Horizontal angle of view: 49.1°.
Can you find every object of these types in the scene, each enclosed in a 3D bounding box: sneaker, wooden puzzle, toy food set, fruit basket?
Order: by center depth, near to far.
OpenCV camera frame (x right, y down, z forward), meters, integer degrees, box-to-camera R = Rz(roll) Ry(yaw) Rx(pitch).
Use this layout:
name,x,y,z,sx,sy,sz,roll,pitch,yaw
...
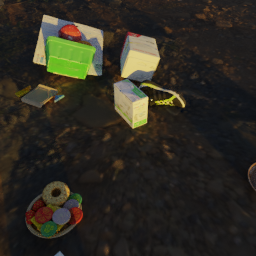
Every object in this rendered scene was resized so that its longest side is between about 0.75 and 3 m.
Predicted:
name,x,y,z,sx,sy,sz,roll,pitch,yaw
toy food set,-1.802,2.033,6.893,1.387,0.341,1.401,29,49,28
sneaker,1.153,-1.056,10.281,1.966,0.705,0.814,27,77,26
wooden puzzle,-3.355,-1.216,10.654,1.697,0.198,1.145,25,52,25
fruit basket,-2.392,-3.437,11.775,2.692,1.362,2.906,9,50,-17

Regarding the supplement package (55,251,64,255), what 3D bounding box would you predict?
name,x,y,z,sx,sy,sz,roll,pitch,yaw
supplement package,-1.274,3.278,5.053,1.275,0.937,1.219,33,51,31

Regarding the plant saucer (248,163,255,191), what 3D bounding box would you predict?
name,x,y,z,sx,sy,sz,roll,pitch,yaw
plant saucer,3.973,1.497,7.567,1.464,0.252,1.464,1,42,-1

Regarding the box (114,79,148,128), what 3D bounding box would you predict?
name,x,y,z,sx,sy,sz,roll,pitch,yaw
box,0.066,-0.837,9.508,0.616,1.124,1.274,-22,46,-22

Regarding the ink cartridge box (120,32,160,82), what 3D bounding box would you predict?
name,x,y,z,sx,sy,sz,roll,pitch,yaw
ink cartridge box,0.435,-2.894,11.512,1.260,1.254,1.734,12,39,-13
